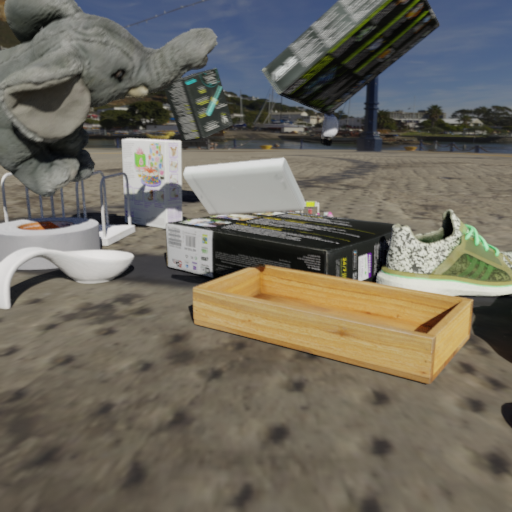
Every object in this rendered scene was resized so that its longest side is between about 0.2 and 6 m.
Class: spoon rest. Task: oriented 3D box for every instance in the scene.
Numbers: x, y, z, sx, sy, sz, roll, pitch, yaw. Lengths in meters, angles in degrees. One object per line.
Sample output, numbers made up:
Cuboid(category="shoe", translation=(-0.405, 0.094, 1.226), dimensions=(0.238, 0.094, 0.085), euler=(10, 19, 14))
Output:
Cuboid(category="spoon rest", translation=(-2.623, 0.129, 7.702), dimensions=(1.076, 0.657, 2.166), euler=(8, 16, 31))

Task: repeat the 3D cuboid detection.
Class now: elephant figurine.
Cuboid(category="elephant figurine", translation=(-2.604, -2.519, 7.668), dimensions=(3.174, 2.246, 2.463), euler=(-38, 2, 39))

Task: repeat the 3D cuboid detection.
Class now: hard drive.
Cuboid(category="hard drive", translation=(-0.107, -0.626, 5.245), dimensions=(0.984, 0.129, 0.649), euler=(-1, -32, 24))

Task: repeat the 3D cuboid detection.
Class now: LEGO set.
Cuboid(category="LEGO set", translation=(1.053, -0.951, 12.629), dimensions=(1.307, 0.487, 0.601), euler=(-6, 14, -23))

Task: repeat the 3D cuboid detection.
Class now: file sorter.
Cuboid(category="file sorter", translation=(-3.667, -0.989, 11.031), dimensions=(2.103, 1.309, 1.459), euler=(2, 14, 8))

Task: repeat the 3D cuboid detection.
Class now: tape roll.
Cuboid(category="tape roll", translation=(-3.529, -0.245, 9.446), dimensions=(1.733, 0.572, 1.733), euler=(1, 14, 0))

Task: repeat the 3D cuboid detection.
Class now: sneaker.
Cuboid(category="sneaker", translation=(2.778, -0.060, 7.474), dimensions=(2.495, 1.105, 0.959), euler=(-5, 14, -21))

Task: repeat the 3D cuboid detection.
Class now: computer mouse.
Cuboid(category="computer mouse", translation=(1.488, -2.576, 11.296), dimensions=(0.307, 0.766, 1.398), euler=(9, 14, 5))

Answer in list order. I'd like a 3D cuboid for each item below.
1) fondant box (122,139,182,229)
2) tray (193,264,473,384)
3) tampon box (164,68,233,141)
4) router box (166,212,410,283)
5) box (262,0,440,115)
Cuboid(category="fondant box", translation=(-2.298, -1.611, 12.377), dimensions=(1.359, 1.884, 0.549), euler=(10, 17, 35))
Cuboid(category="tray", translation=(0.764, 0.618, 6.005), dimensions=(2.661, 0.493, 1.312), euler=(8, 16, 34))
Cuboid(category="tampon box", translation=(-1.340, -3.515, 13.049), dimensions=(0.861, 1.363, 1.022), euler=(6, 31, 45))
Cuboid(category="router box", translation=(0.459, -0.133, 8.496), dimensions=(3.023, 0.772, 2.255), euler=(11, 17, 40))
Cuboid(category="box", translation=(1.556, -3.271, 8.749), dimensions=(2.402, 0.571, 2.320), euler=(-36, -13, 25))
